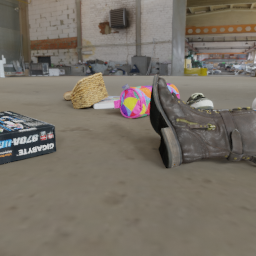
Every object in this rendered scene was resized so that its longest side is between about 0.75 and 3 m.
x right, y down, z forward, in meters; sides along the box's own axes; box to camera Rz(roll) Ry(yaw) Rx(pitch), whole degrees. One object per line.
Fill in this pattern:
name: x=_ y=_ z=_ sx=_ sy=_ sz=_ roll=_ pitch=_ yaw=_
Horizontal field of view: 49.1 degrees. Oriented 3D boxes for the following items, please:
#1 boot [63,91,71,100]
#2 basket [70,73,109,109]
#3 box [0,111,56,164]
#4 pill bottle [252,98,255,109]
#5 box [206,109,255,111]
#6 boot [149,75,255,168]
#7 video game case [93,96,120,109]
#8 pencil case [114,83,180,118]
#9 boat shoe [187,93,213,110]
boot: x=-2.655 y=-1.862 z=15.368 sx=1.718 sy=0.622 sz=1.429 roll=-5 pitch=15 yaw=-6
basket: x=-1.853 y=-1.674 z=12.498 sx=1.163 sy=1.214 sz=1.630 roll=-5 pitch=21 yaw=36
box: x=-3.292 y=0.170 z=6.415 sx=2.228 sy=0.645 sz=2.803 roll=-12 pitch=17 yaw=-41
pill bottle: x=5.056 y=-0.663 z=9.446 sx=0.931 sy=0.931 sz=1.676 roll=-4 pitch=13 yaw=-18
box: x=3.206 y=-0.113 z=7.811 sx=2.499 sy=0.575 sz=1.987 roll=-2 pitch=13 yaw=-7
boot: x=1.585 y=-0.188 z=5.756 sx=2.095 sy=0.833 sz=2.407 roll=-7 pitch=58 yaw=-6
video game case: x=-0.772 y=-1.287 z=13.686 sx=1.963 sy=0.247 sz=2.741 roll=-4 pitch=14 yaw=-10
pencil case: x=0.843 y=-1.113 z=10.907 sx=1.273 sy=1.273 sz=2.880 roll=11 pitch=16 yaw=39
boat shoe: x=2.282 y=-0.813 z=9.425 sx=0.743 sy=0.669 sz=2.102 roll=-2 pitch=-4 yaw=-2
